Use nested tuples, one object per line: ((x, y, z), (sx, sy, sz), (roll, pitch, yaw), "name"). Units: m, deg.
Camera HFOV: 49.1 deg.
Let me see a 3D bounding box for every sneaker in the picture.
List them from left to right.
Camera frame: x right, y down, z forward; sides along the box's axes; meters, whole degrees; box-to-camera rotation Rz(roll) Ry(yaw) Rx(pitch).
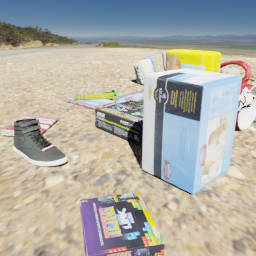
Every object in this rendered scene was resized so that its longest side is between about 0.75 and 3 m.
((-2.772, 0.356, 8.515), (2.352, 1.166, 0.832), (16, 24, 34), "sneaker")
((3.755, -0.824, 9.124), (0.537, 0.495, 1.344), (39, 58, 12), "sneaker")

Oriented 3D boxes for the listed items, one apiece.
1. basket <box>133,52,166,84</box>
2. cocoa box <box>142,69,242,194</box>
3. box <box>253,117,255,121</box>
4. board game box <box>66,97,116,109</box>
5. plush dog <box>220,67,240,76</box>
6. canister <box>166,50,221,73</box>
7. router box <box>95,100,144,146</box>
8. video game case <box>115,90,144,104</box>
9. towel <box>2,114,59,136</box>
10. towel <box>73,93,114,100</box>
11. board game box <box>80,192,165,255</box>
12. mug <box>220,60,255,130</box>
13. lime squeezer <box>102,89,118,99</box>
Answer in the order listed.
((1.563, -3.984, 19.044), (2.208, 1.947, 1.536), (-17, 19, -14), "basket")
((1.604, -0.048, 7.339), (1.816, 2.723, 1.787), (-18, 27, -40), "cocoa box")
((5.637, -1.095, 12.285), (1.070, 1.232, 1.865), (10, 22, 30), "box")
((-1.945, -1.362, 14.432), (2.437, 0.237, 1.255), (17, 25, 38), "board game box")
((4.348, -1.609, 13.600), (2.143, 2.002, 2.496), (-8, -12, 18), "plush dog")
((2.367, -1.424, 10.733), (1.272, 2.939, 2.183), (-18, 26, -40), "canister")
((0.308, -0.295, 10.727), (1.985, 0.823, 2.649), (-17, 26, -40), "router box")
((0.240, -1.427, 13.862), (1.747, 0.232, 2.445), (-14, 17, 9), "video game case")
((-3.792, -0.076, 11.047), (1.450, 0.229, 2.013), (5, 23, 8), "towel")
((-1.803, -1.697, 14.740), (2.113, 0.191, 0.909), (-3, 21, -9), "towel")
((-0.196, 1.906, 5.376), (1.335, 0.458, 1.615), (-4, 21, -13), "board game box")
((3.859, -1.465, 11.467), (2.699, 2.396, 1.801), (25, 4, 41), "mug")
((-0.840, -1.996, 16.040), (0.608, 0.325, 1.722), (-13, 25, -31), "lime squeezer")
